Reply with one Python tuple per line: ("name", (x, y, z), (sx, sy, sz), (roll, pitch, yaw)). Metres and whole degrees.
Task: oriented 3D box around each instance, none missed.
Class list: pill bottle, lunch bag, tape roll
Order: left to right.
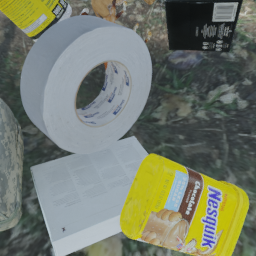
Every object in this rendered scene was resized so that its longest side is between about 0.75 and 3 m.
("lunch bag", (-2.492, 0.509, 4.432), (1.464, 1.762, 2.100), (0, 63, -15))
("pill bottle", (-2.716, -3.442, 6.958), (1.389, 2.470, 1.389), (-24, 45, 27))
("tape roll", (-0.561, -0.637, 4.439), (2.070, 2.070, 0.684), (-39, 50, -23))

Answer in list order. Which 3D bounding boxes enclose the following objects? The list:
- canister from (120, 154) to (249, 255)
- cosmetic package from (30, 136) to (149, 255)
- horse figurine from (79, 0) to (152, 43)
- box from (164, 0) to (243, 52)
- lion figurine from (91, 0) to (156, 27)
("canister", (0.610, 0.875, 3.004), (1.218, 0.527, 0.904), (25, 84, -24))
("cosmetic package", (-0.477, 1.094, 5.105), (2.186, 0.565, 1.648), (-16, 39, -21))
("horse figurine", (-0.162, -1.811, 5.430), (0.416, 1.669, 1.106), (22, 72, 45))
("box", (1.933, -3.607, 7.007), (1.674, 2.000, 2.693), (5, 73, 13))
("lion figurine", (-0.252, -3.273, 6.693), (1.553, 2.536, 0.919), (44, 37, -15))
